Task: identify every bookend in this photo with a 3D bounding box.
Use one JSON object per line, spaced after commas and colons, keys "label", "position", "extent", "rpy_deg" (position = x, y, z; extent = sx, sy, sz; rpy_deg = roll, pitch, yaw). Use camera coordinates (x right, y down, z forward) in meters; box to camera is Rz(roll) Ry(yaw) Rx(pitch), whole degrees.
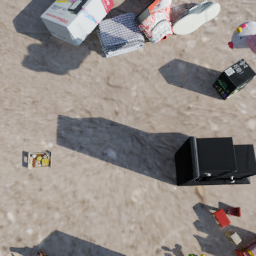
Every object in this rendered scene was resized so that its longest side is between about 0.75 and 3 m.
{"label": "bookend", "position": [2.829, 1.043, 8.340], "extent": [2.480, 2.465, 1.142], "rpy_deg": [-2, 74, -2]}

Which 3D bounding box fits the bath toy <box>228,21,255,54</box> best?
{"label": "bath toy", "position": [3.372, -1.908, 6.746], "extent": [0.944, 1.111, 2.554], "rpy_deg": [-23, 42, -5]}

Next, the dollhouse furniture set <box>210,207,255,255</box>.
{"label": "dollhouse furniture set", "position": [3.563, 3.226, 8.608], "extent": [1.010, 0.763, 1.876], "rpy_deg": [-30, 77, -8]}

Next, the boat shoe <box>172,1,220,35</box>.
{"label": "boat shoe", "position": [2.515, -4.283, 10.803], "extent": [2.080, 0.757, 0.642], "rpy_deg": [-29, 52, -6]}

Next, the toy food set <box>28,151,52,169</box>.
{"label": "toy food set", "position": [-2.967, 1.080, 9.475], "extent": [0.785, 0.237, 0.563], "rpy_deg": [-3, 75, -1]}

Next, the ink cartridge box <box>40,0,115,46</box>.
{"label": "ink cartridge box", "position": [-1.853, -4.319, 10.355], "extent": [1.619, 0.920, 2.221], "rpy_deg": [30, 75, 30]}

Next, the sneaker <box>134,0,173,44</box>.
{"label": "sneaker", "position": [1.283, -4.203, 10.708], "extent": [1.329, 0.828, 2.479], "rpy_deg": [50, 54, -18]}

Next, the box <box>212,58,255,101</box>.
{"label": "box", "position": [3.654, -1.650, 9.720], "extent": [0.899, 1.211, 0.752], "rpy_deg": [-32, 77, -8]}

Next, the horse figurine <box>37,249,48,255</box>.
{"label": "horse figurine", "position": [-1.890, 4.720, 7.982], "extent": [2.484, 1.646, 0.620], "rpy_deg": [26, 105, 2]}

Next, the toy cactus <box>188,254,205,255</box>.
{"label": "toy cactus", "position": [2.231, 4.499, 8.388], "extent": [1.370, 0.701, 1.131], "rpy_deg": [41, 88, 2]}

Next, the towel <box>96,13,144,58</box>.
{"label": "towel", "position": [-0.304, -3.524, 10.513], "extent": [1.604, 0.686, 1.328], "rpy_deg": [-16, 74, -4]}
